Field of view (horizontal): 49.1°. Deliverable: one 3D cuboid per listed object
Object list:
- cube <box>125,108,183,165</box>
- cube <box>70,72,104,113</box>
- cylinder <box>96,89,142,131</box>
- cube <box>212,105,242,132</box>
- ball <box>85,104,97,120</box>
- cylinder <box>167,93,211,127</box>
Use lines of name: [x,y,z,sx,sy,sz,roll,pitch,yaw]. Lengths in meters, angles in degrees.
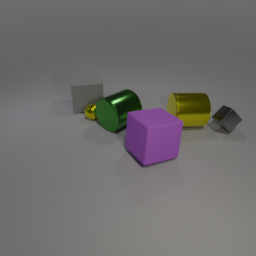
cube: [0.863,0.243,9.712,1.400,1.400,1.400,-10,28,-26]
cube: [-1.907,-1.662,13.062,1.400,1.400,1.400,-6,32,-9]
cylinder: [-0.376,-0.745,11.543,1.400,1.400,1.400,27,40,37]
cube: [3.967,-0.380,11.252,0.700,0.700,0.700,-46,22,3]
ball: [-1.537,-0.710,12.185,0.700,0.700,0.700,0,31,0]
cylinder: [2.455,-0.746,11.478,1.400,1.400,1.400,-1,31,-9]
